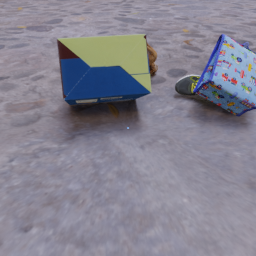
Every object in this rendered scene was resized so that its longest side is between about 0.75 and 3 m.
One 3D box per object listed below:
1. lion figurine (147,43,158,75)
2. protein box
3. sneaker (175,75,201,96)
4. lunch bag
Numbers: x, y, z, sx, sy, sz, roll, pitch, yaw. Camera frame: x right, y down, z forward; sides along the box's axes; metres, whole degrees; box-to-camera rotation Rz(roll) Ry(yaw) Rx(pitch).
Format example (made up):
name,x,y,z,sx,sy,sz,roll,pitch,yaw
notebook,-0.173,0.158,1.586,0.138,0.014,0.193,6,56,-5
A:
name,x,y,z,sx,sy,sz,roll,pitch,yaw
lion figurine,0.700,-2.682,10.830,1.347,0.797,2.200,33,0,-5
protein box,-0.766,-1.655,8.577,2.412,1.639,2.430,-6,3,-8
sneaker,2.642,-1.468,9.709,1.983,0.738,0.839,-3,15,3
lunch bag,3.333,-1.799,8.683,1.697,1.060,2.254,28,73,-7
